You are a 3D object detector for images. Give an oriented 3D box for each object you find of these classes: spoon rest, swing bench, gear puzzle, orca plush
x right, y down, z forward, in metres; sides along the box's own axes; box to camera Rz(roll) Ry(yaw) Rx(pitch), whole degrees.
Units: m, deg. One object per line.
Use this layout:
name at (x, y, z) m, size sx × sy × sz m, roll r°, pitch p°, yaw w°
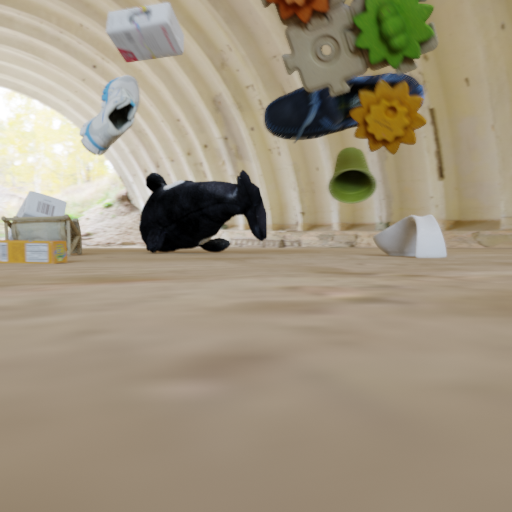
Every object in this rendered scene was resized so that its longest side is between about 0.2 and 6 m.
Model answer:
spoon rest at (2.430, -0.294, 8.640) m, size 1.052 × 0.642 × 2.117 m, roll 0°, pitch 2°, yaw 1°
swing bench at (-3.494, -0.323, 9.227) m, size 1.034 × 0.675 × 1.040 m, roll -2°, pitch 2°, yaw -7°
gear puzzle at (1.027, -2.840, 6.537) m, size 1.914 × 3.695 × 0.484 m, roll -12°, pitch 25°, yaw 26°
orca plush at (-1.532, -0.458, 12.045) m, size 4.506 × 1.602 × 2.371 m, roll 7°, pitch -39°, yaw 45°

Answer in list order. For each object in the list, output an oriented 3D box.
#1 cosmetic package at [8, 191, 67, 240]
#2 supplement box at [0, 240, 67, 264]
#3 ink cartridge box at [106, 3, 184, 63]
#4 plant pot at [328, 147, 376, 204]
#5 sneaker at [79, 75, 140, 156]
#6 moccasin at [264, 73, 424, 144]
cosmetic package at (-3.943, -0.564, 10.011) m, size 0.685 × 0.499 × 1.347 m, roll 19°, pitch -33°, yaw -31°
supplement box at (-2.144, -0.035, 5.297) m, size 0.698 × 0.240 × 0.232 m, roll 3°, pitch 4°, yaw 17°
ink cartridge box at (-1.962, -3.970, 10.010) m, size 1.145 × 0.490 × 0.845 m, roll -5°, pitch -22°, yaw 11°
plant pot at (2.177, -1.930, 12.811) m, size 1.068 × 1.014 × 1.068 m, roll 3°, pitch -39°, yaw 2°
sneaker at (-2.425, -2.675, 10.215) m, size 0.870 × 2.009 × 0.753 m, roll -20°, pitch -47°, yaw 34°
moccasin at (1.444, -2.812, 9.968) m, size 2.899 × 1.167 × 0.989 m, roll -11°, pitch -1°, yaw 20°
